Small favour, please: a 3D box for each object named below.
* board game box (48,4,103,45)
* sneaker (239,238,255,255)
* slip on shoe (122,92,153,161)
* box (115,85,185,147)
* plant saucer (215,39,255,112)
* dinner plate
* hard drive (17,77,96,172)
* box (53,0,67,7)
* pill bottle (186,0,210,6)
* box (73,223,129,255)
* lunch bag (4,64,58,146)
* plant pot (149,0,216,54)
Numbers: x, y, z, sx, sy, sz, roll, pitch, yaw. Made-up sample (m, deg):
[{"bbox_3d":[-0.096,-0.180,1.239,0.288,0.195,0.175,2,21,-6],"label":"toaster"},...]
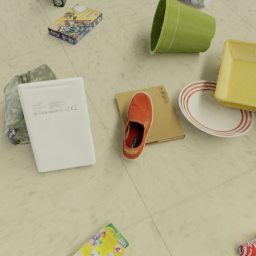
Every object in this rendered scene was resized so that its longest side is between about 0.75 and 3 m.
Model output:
[{"bbox_3d":[-2.051,-4.136,11.077,1.279,0.327,1.888,26,59,17],"label":"board game box"},{"bbox_3d":[2.838,2.652,6.429,0.439,0.278,0.780,28,62,14],"label":"sneaker"},{"bbox_3d":[0.272,-0.144,7.762,0.771,0.637,2.082,11,65,6],"label":"slip on shoe"},{"bbox_3d":[0.617,-0.401,8.566,1.669,0.217,2.042,-11,56,-8],"label":"box"},{"bbox_3d":[4.254,-1.435,8.677,2.888,0.700,2.888,13,56,13],"label":"plant saucer"},{"bbox_3d":[2.650,-0.583,8.520,2.310,0.280,2.310,5,50,-6],"label":"dinner plate"},{"bbox_3d":[-1.750,-0.043,7.160,1.542,2.338,0.307,-8,24,-6],"label":"hard drive"},{"bbox_3d":[-2.834,-6.422,11.883,0.442,1.598,1.995,6,55,3],"label":"box"},{"bbox_3d":[2.718,-5.880,11.900,1.709,0.959,0.959,36,63,22],"label":"pill bottle"},{"bbox_3d":[-0.623,2.812,6.316,1.223,0.296,0.717,-37,63,-20],"label":"box"},{"bbox_3d":[-2.712,-0.601,8.068,1.695,1.408,2.020,-23,56,4],"label":"lunch bag"},{"bbox_3d":[1.935,-3.432,9.835,1.930,2.032,2.032,9,55,-9],"label":"plant pot"}]
